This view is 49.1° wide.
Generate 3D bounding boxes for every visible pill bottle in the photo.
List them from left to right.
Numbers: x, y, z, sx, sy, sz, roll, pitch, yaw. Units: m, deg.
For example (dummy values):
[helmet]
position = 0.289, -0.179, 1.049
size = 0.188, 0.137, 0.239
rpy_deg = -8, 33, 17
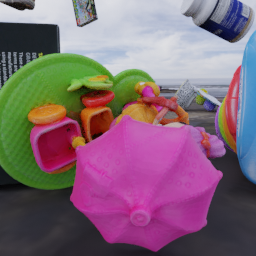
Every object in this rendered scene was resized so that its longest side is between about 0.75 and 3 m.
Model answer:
[pill bottle]
position = 2.699, -3.515, 8.548
size = 2.010, 1.163, 1.163
rpy_deg = 20, 2, -15

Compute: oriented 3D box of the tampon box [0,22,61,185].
[tampon box]
position = -2.116, -0.298, 3.457
size = 2.601, 1.642, 1.949
rpy_deg = -2, 6, -14

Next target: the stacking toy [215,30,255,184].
[stacking toy]
position = 1.869, -0.123, 3.971
size = 1.587, 1.678, 2.891
rpy_deg = 5, -4, 2

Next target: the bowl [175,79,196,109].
[bowl]
position = 2.796, -1.468, 13.844
size = 0.806, 1.718, 1.718
rpy_deg = 35, 17, 11

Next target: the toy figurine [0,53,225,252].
[toy figurine]
position = 0.040, 0.147, 2.219
size = 1.824, 1.370, 1.679
rpy_deg = -20, 29, -29

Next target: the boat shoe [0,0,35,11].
[boat shoe]
position = -3.171, -3.812, 8.063
size = 1.828, 0.656, 0.692
rpy_deg = 22, 9, 37

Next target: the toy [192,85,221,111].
[toy]
position = 3.809, -1.311, 13.593
size = 1.654, 0.678, 2.872
rpy_deg = 28, 20, -7

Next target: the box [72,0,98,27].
[box]
position = -1.308, -3.698, 8.199
size = 0.698, 1.269, 0.220
rpy_deg = -9, 3, 37
